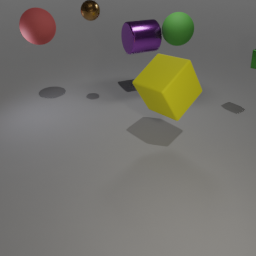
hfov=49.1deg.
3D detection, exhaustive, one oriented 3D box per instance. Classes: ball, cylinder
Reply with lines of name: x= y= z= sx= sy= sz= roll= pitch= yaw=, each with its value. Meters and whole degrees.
ball: x=-1.356 y=-4.230 z=10.081 sx=0.700 sy=0.700 sz=0.700 roll=0 pitch=31 yaw=0
cylinder: x=0.592 y=-4.134 z=12.701 sx=1.400 sy=1.400 sz=1.400 roll=-14 pitch=33 yaw=-20
ball: x=2.182 y=-4.325 z=12.265 sx=1.400 sy=1.400 sz=1.400 roll=0 pitch=31 yaw=0
ball: x=-3.591 y=-4.049 z=11.178 sx=1.400 sy=1.400 sz=1.400 roll=0 pitch=31 yaw=0

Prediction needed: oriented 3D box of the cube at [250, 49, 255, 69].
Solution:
cube: x=5.132 y=-2.589 z=10.471 sx=0.700 sy=0.700 sz=0.700 roll=-21 pitch=32 yaw=-31

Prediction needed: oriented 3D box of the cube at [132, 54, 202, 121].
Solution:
cube: x=1.290 y=-1.339 z=9.079 sx=1.400 sy=1.400 sz=1.400 roll=-49 pitch=44 yaw=-13
